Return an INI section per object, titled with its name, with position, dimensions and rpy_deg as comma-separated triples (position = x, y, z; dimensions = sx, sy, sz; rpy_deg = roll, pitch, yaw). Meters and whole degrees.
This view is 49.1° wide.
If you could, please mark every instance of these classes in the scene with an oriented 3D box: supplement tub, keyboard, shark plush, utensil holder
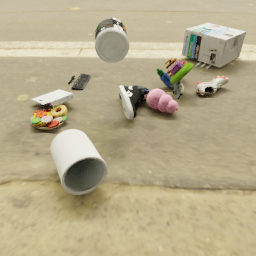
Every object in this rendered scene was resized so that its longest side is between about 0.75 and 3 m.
[supplement tub]
position = -0.643, -3.470, 10.789
dimensions = 1.259, 1.259, 2.055
rpy_deg = -3, 38, -4
[keyboard]
position = -2.614, -2.462, 14.645
dimensions = 1.043, 0.169, 1.642
rpy_deg = 5, 36, 7
[shark plush]
position = 2.455, -1.807, 13.720
dimensions = 0.576, 0.628, 1.382
rpy_deg = -15, 50, 19
[utensil holder]
position = -1.608, 1.018, 8.895
dimensions = 1.429, 1.429, 1.681
rpy_deg = -15, 36, -20

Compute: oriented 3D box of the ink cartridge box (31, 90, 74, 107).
[ink cartridge box]
position = -3.417, -1.308, 12.683
dimensions = 1.479, 0.320, 1.452
rpy_deg = -27, 29, -29

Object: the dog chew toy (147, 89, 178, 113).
[dog chew toy]
position = 1.549, -1.127, 12.293
dimensions = 1.447, 0.901, 0.901
rpy_deg = 32, 47, 26

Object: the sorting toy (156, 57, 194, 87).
[sorting toy]
position = 2.218, -2.934, 13.893
dimensions = 1.081, 1.583, 2.634
rpy_deg = 46, 12, -7

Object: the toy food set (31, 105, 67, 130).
[toy food set]
position = -3.297, -0.442, 11.720
dimensions = 1.525, 0.371, 1.510
rpy_deg = -4, 37, -6

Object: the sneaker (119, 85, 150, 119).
[sneaker]
position = 0.420, -1.290, 12.426
dimensions = 1.363, 0.890, 2.436
rpy_deg = -7, 36, -8

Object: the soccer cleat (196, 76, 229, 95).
[soccer cleat]
position = 4.214, -2.039, 13.748
dimensions = 1.852, 0.635, 0.789
rpy_deg = -14, 50, -15

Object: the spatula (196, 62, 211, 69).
[spatula]
position = 4.592, -3.795, 16.467
dimensions = 0.888, 0.103, 1.276
rpy_deg = 25, 40, 27

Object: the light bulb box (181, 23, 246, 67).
[light bulb box]
position = 5.108, -5.057, 16.812
dimensions = 2.658, 1.659, 2.635
rpy_deg = 29, 42, 33
